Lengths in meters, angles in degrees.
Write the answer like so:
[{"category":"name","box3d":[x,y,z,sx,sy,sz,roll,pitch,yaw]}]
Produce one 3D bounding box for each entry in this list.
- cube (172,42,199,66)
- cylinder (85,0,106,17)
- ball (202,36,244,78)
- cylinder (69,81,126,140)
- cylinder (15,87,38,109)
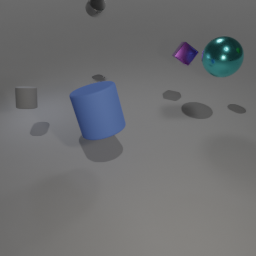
[{"category":"cube","box3d":[2.332,-3.036,11.465,0.700,0.700,0.700,34,14,-11]},{"category":"cylinder","box3d":[-1.363,-5.113,11.723,0.700,0.700,0.700,-15,7,-22]},{"category":"ball","box3d":[3.296,-2.472,9.783,1.400,1.400,1.400,0,33,0]},{"category":"cylinder","box3d":[-0.904,-0.551,8.516,1.400,1.400,1.400,-13,21,5]},{"category":"cylinder","box3d":[-3.458,-1.036,9.537,0.700,0.700,0.700,2,12,0]}]
